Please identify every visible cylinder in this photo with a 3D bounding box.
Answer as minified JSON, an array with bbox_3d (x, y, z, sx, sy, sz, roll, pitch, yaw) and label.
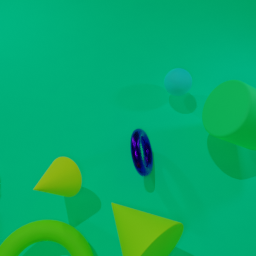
[{"bbox_3d":[2.710,-0.273,6.596,1.360,1.360,1.360,17,59,-28],"label":"cylinder"}]

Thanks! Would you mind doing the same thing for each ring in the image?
[{"bbox_3d":[-1.694,2.931,5.610,2.081,0.416,2.081,3,73,-9],"label":"ring"},{"bbox_3d":[0.340,0.582,6.687,0.233,1.166,1.166,-11,61,19],"label":"ring"}]

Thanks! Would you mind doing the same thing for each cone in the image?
[{"bbox_3d":[0.101,1.931,5.495,1.386,1.386,1.391,-39,53,-18],"label":"cone"},{"bbox_3d":[-1.591,1.126,5.762,0.903,0.906,0.903,4,99,29],"label":"cone"}]

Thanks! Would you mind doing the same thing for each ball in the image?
[{"bbox_3d":[1.350,-1.232,7.550,0.746,0.746,0.746,0,63,0],"label":"ball"}]
